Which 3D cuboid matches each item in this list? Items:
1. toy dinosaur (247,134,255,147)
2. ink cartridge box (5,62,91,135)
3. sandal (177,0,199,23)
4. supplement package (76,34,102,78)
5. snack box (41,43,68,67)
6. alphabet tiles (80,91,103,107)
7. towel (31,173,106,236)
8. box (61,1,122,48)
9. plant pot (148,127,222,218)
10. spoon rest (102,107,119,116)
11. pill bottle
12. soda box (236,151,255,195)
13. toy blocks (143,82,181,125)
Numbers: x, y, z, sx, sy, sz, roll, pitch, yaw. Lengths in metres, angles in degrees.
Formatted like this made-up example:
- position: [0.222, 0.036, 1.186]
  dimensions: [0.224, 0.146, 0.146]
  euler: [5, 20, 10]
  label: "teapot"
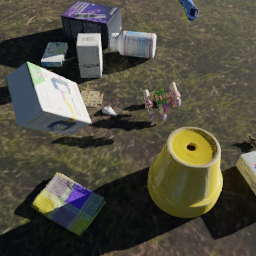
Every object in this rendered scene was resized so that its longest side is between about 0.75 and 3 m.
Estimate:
- position: [5.010, 0.604, 11.070]
  dimensions: [0.391, 0.294, 0.765]
  euler: [-18, 56, 2]
  label: "toy dinosaur"
- position: [-2.418, -0.814, 8.823]
  dimensions: [1.022, 2.335, 1.697]
  euler: [-29, 70, 19]
  label: "ink cartridge box"
- position: [2.407, -4.876, 11.069]
  dimensions: [0.598, 1.504, 0.655]
  euler: [-39, 34, -1]
  label: "sandal"
- position: [-1.836, -3.489, 13.622]
  dimensions: [1.075, 1.839, 1.078]
  euler: [-2, 48, -2]
  label: "supplement package"
- position: [-3.921, -3.978, 15.066]
  dimensions: [1.066, 0.340, 1.835]
  euler: [1, 48, 1]
  label: "snack box"
- position: [-1.814, -1.361, 12.932]
  dimensions: [1.250, 0.040, 1.040]
  euler: [4, 48, 3]
  label: "alphabet tiles"
- position: [-2.012, 2.477, 9.366]
  dimensions: [2.135, 0.243, 1.534]
  euler: [25, 52, 21]
  label: "towel"
- position: [-2.024, -5.993, 16.098]
  dimensions: [2.853, 1.488, 2.111]
  euler: [13, 49, 12]
  label: "box"
- position: [1.909, 1.277, 9.059]
  dimensions: [2.459, 2.314, 2.459]
  euler: [0, 47, 0]
  label: "plant pot"
- position: [-0.750, -0.724, 12.270]
  dimensions: [0.862, 0.261, 0.428]
  euler: [19, 48, 34]
  label: "spoon rest"
- position: [0.282, -4.447, 14.872]
  dimensions: [2.312, 1.257, 1.257]
  euler: [8, 49, 7]
  label: "pill bottle"
- position: [4.599, 1.814, 9.659]
  dimensions: [0.639, 0.687, 2.013]
  euler: [-13, 50, -12]
  label: "soda box"
- position: [1.487, -0.951, 12.013]
  dimensions: [1.526, 1.633, 1.374]
  euler: [-16, 82, 2]
  label: "toy blocks"
